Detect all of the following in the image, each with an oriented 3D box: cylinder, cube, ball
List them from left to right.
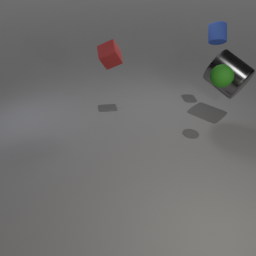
[{"bbox_3d":[-0.682,-2.774,10.599,0.700,0.700,0.700,-19,57,15],"label":"cube"},{"bbox_3d":[3.499,-3.696,10.945,0.700,0.700,0.700,0,-1,0],"label":"cylinder"},{"bbox_3d":[2.865,-1.590,8.555,0.700,0.700,0.700,0,31,0],"label":"ball"},{"bbox_3d":[3.917,-2.087,10.921,1.400,1.400,1.400,44,46,16],"label":"cylinder"}]
